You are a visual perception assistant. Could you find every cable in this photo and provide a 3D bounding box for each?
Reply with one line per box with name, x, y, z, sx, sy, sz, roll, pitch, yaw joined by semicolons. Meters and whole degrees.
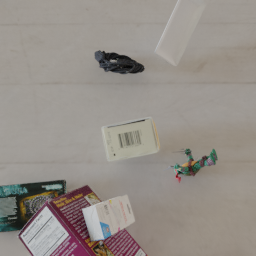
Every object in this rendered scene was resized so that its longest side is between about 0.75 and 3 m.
cable;-0.227;-2.068;9.204;1.564;0.487;1.917;6;24;-29

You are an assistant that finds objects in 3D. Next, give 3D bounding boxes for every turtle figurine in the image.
turtle figurine;1.746;0.991;7.855;1.428;0.719;1.069;-20;19;26

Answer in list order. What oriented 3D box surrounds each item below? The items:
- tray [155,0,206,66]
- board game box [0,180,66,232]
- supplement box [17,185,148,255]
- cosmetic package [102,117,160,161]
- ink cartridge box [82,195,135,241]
tray;1.710;-3.369;9.394;0.257;1.244;2.317;35;103;45
board game box;-2.563;2.075;7.510;1.803;0.254;1.220;-4;71;-4
supplement box;-0.880;2.676;6.139;2.464;1.613;1.272;46;107;15
cosmetic package;0.177;0.285;7.234;1.214;2.309;0.821;-11;87;5
ink cartridge box;-0.370;1.844;5.867;0.384;1.133;0.652;-24;77;31
